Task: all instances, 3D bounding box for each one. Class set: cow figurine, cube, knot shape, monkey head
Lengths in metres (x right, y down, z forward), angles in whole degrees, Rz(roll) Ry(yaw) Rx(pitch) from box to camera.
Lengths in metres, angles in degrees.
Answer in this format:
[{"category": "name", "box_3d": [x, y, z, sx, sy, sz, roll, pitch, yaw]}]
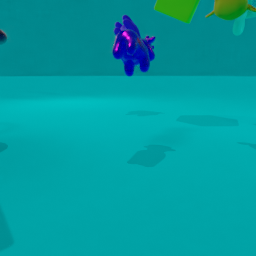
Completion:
[{"category": "cow figurine", "box_3d": [0.138, -1.546, 5.384, 0.623, 1.116, 1.135, -11, -32, 25]}, {"category": "cow figurine", "box_3d": [0.225, -3.297, 10.448, 0.909, 1.629, 1.655, -37, 27, 21]}, {"category": "cube", "box_3d": [1.723, -4.297, 9.334, 1.194, 1.194, 1.194, 26, 24, 7]}, {"category": "knot shape", "box_3d": [3.310, -3.448, 8.138, 0.718, 1.455, 1.555, -6, 27, -14]}, {"category": "monkey head", "box_3d": [2.267, -2.741, 6.123, 1.107, 0.667, 0.796, 5, 36, 29]}]

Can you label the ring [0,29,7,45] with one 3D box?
[{"category": "ring", "box_3d": [-3.112, -1.959, 5.736, 1.176, 0.235, 1.176, 7, 2, 0]}]
